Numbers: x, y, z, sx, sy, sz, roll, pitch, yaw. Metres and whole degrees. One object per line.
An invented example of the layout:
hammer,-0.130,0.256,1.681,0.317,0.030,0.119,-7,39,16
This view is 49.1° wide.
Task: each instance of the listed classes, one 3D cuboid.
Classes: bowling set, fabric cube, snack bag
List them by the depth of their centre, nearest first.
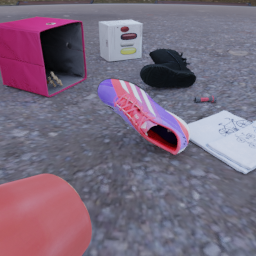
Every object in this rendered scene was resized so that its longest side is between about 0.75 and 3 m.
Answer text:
snack bag,3.052,0.180,8.043,2.461,0.279,2.610,-19,34,-29
bowling set,-2.996,-1.824,11.216,0.535,0.768,0.412,-36,62,5
fabric cube,-3.508,-3.058,11.513,2.555,2.563,2.514,17,34,25

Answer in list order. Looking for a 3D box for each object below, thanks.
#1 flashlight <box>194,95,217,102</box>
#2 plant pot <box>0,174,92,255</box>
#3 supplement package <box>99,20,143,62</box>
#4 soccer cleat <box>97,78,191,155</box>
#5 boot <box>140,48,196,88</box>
flashlight,2.856,-1.059,10.295,0.780,0.264,0.265,-2,33,-5
plant pot,-1.625,1.635,3.894,2.045,2.045,1.810,17,24,28
supplement package,-0.411,-4.812,15.346,1.976,1.890,1.453,-13,31,-21
soccer cleat,0.344,-0.350,7.357,2.879,0.982,1.054,35,27,4
boot,1.451,-2.634,11.786,2.614,0.967,2.142,1,42,-22
